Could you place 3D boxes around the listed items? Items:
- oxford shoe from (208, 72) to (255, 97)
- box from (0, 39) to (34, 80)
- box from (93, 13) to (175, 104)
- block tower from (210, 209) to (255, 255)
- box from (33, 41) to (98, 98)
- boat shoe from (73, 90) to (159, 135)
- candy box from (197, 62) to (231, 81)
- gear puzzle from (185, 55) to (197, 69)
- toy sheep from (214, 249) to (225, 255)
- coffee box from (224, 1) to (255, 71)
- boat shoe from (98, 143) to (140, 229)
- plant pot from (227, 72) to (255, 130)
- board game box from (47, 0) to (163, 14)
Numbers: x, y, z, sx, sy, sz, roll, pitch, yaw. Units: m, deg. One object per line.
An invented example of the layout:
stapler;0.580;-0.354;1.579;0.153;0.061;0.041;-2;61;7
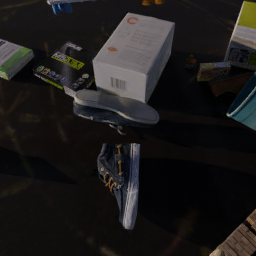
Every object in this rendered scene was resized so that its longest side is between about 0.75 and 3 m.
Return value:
oxford shoe;3.830;-1.502;9.796;2.068;0.737;0.737;-13;83;-10
box;-4.944;-2.736;10.793;2.105;0.382;1.519;21;56;17
box;0.292;-2.501;9.916;1.863;1.460;2.996;18;56;14
block tower;2.959;2.520;6.713;2.180;0.589;0.630;-32;58;-21
box;-2.029;-2.195;10.303;2.083;0.495;2.012;28;61;19
boat shoe;-0.400;-0.435;8.733;2.687;0.831;1.006;12;39;-4
candy box;3.076;-2.026;10.095;1.067;0.616;0.295;-4;53;-3
gear puzzle;2.455;-2.597;10.842;0.419;0.106;0.808;12;54;9
toy sheep;2.227;3.523;5.269;2.693;1.857;1.857;12;53;23
coffee box;4.790;-3.381;10.414;1.736;1.717;1.733;18;55;13
boat shoe;-0.280;1.443;7.405;1.125;0.876;2.477;2;46;2
plant pot;4.460;-0.674;8.311;2.019;2.149;2.149;35;60;6
board game box;-0.384;-3.922;7.694;2.872;0.372;2.873;-1;42;11
